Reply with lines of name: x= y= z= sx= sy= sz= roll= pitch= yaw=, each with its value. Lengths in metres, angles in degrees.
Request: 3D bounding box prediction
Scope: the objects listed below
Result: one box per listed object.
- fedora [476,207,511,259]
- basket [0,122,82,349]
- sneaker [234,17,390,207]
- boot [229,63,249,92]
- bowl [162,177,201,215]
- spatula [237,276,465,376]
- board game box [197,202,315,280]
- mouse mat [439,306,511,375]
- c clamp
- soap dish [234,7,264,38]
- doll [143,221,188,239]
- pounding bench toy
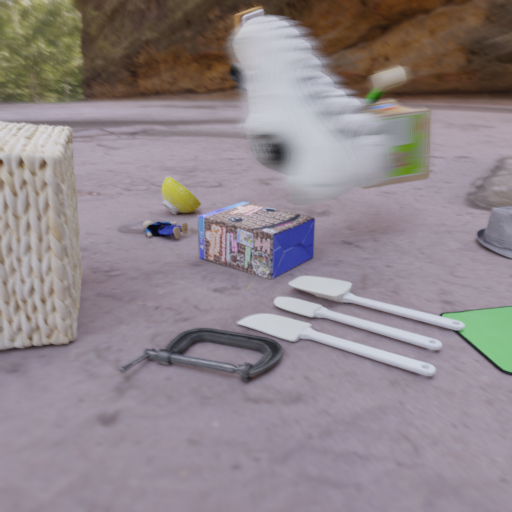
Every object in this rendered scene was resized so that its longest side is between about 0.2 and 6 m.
fedora: x=5.512 y=-0.573 z=11.672 sx=1.644 sy=0.839 sz=1.859 roll=-2 pitch=20 yaw=-4
basket: x=-3.939 y=-0.462 z=8.301 sx=2.408 sy=2.994 sz=2.967 roll=-3 pitch=21 yaw=-14
sneaker: x=0.375 y=-2.060 z=7.712 sx=1.383 sy=1.282 sz=3.413 roll=-30 pitch=57 yaw=-1
boot: x=0.025 y=-4.444 z=13.535 sx=1.509 sy=0.782 sz=2.311 roll=6 pitch=30 yaw=-24
bowl: x=-2.002 y=-1.407 z=14.113 sx=0.599 sy=1.113 sz=1.113 roll=-53 pitch=38 yaw=-9
spatula: x=1.470 y=0.932 z=8.402 sx=2.935 sy=0.236 sz=2.041 roll=12 pitch=22 yaw=33
board game box: x=0.004 y=-0.356 z=10.995 sx=1.823 sy=0.883 sz=1.453 roll=15 pitch=25 yaw=34
mouse mat: x=4.091 y=1.138 z=8.131 sx=2.292 sy=0.086 sz=1.844 roll=-5 pitch=21 yaw=-10
c clamp: x=-0.611 y=1.348 z=7.398 sx=1.829 sy=0.248 sz=1.563 roll=4 pitch=15 yaw=15
soap dish: x=-0.160 y=-4.844 z=11.993 sx=0.343 sy=0.845 sz=0.665 roll=35 pitch=54 yaw=30
doll: x=-2.079 y=-0.616 z=12.570 sx=1.225 sy=0.297 sz=0.836 roll=7 pitch=28 yaw=37
pounding bench toy: x=2.640 y=-2.907 z=12.144 sx=1.468 sy=2.363 sz=1.843 roll=-10 pitch=24 yaw=-9
